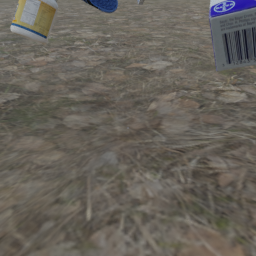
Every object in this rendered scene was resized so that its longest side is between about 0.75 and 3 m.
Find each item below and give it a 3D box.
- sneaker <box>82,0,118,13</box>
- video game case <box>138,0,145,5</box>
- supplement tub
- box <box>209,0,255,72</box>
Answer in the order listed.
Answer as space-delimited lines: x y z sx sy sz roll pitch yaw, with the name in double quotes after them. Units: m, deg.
-1.199 -4.301 8.776 2.160 0.757 0.841 37 6 -1 "sneaker"
0.398 -3.744 6.417 0.147 1.218 1.336 -2 -6 -11 "video game case"
-2.835 -3.510 8.637 1.133 1.567 1.133 20 6 -2 "supplement tub"
2.594 -2.248 5.079 2.016 1.150 2.192 -5 44 24 "box"
